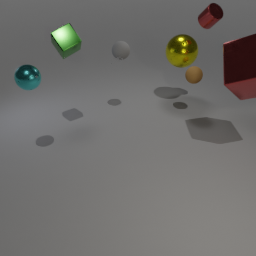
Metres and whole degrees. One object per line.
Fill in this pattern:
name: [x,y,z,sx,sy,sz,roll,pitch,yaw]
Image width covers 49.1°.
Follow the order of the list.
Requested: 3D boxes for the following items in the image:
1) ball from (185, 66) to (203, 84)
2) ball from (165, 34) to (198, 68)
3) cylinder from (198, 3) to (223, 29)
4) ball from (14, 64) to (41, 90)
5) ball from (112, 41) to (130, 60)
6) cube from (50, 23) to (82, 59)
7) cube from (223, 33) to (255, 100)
ball: [2.686,-2.153,11.395,0.700,0.700,0.700,0,31,0]
ball: [2.323,-3.315,12.096,1.400,1.400,1.400,0,31,0]
cylinder: [3.190,-4.322,10.840,0.700,0.700,0.700,-16,-7,-25]
ball: [-2.724,-1.374,7.625,0.700,0.700,0.700,0,31,0]
ball: [-0.272,-2.968,10.730,0.700,0.700,0.700,0,31,0]
cube: [-1.979,-2.769,8.968,0.700,0.700,0.700,-35,2,-14]
cube: [3.772,-1.799,8.325,1.400,1.400,1.400,-9,-20,39]
